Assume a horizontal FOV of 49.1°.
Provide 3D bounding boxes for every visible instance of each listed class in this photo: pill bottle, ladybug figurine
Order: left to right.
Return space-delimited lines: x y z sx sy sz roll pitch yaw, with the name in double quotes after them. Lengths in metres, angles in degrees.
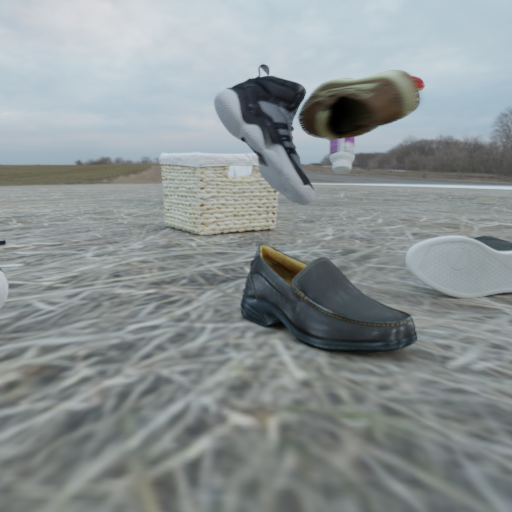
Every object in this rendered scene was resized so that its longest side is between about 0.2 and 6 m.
2.008 -2.464 13.092 0.574 1.023 0.574 3 -17 1 "pill bottle"
3.236 -3.619 11.694 0.610 0.219 0.414 6 44 -6 "ladybug figurine"

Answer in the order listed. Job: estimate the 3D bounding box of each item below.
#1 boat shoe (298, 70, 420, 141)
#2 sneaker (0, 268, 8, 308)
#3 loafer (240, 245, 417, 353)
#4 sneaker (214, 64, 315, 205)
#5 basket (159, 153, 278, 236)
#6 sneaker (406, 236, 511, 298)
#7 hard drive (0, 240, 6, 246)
1.283 -2.239 8.723 0.954 0.953 2.580 -37 15 -21 "boat shoe"
-4.047 0.613 5.537 2.965 1.123 1.142 -9 24 -17 "sneaker"
0.692 0.456 6.347 0.905 0.899 2.487 -7 13 -42 "loafer"
0.518 -2.242 10.160 1.454 2.554 0.964 -43 12 -15 "sneaker"
-1.047 -1.891 16.234 2.760 2.240 2.785 -6 10 -31 "basket"
3.233 0.117 8.712 2.517 0.890 1.249 3 6 -17 "sneaker"
-6.427 -0.312 13.223 0.811 0.133 0.566 5 11 26 "hard drive"
